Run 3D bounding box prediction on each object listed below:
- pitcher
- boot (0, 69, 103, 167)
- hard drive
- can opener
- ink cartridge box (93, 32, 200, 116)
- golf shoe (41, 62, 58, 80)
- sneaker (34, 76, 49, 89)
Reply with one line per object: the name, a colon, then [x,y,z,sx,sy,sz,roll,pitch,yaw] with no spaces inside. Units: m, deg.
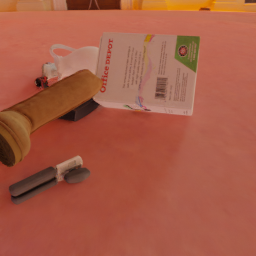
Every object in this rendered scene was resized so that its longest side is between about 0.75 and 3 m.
pitcher: [-1.959,-2.720,11.043,2.027,1.229,1.739,-14,69,-19]
boot: [-1.721,-0.480,6.102,2.927,0.968,2.563,-35,26,-31]
hard drive: [-1.591,-0.844,8.476,1.483,0.465,2.198,9,28,18]
can opener: [-1.382,0.927,5.088,1.476,0.389,0.491,-21,34,-35]
ink cartridge box: [0.545,-1.505,7.895,2.710,1.962,1.138,7,-6,12]
golf shoe: [-3.005,-2.287,11.216,0.771,0.621,1.586,5,28,-4]
sneaker: [-3.116,-1.605,10.100,0.490,0.354,1.003,-7,26,-15]
